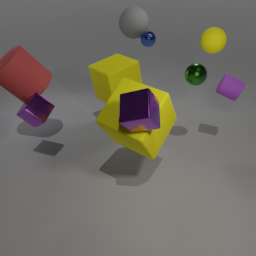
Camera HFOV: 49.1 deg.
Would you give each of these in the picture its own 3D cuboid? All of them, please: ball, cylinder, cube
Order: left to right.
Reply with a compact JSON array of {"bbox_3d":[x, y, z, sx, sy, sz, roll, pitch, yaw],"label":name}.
[{"bbox_3d":[-3.527,-1.760,9.310,1.400,1.400,1.400,-27,40,26],"label":"cylinder"},{"bbox_3d":[-2.814,-0.538,8.547,0.700,0.700,0.700,-16,42,47],"label":"cube"},{"bbox_3d":[-0.446,-1.826,10.699,1.400,1.400,1.400,-30,39,-25],"label":"cube"},{"bbox_3d":[0.277,-4.860,12.961,1.400,1.400,1.400,0,30,0],"label":"ball"},{"bbox_3d":[0.273,-0.231,7.413,1.400,1.400,1.400,24,75,27],"label":"cube"},{"bbox_3d":[0.268,-0.367,6.173,0.700,0.700,0.700,-9,67,23],"label":"cube"},{"bbox_3d":[0.923,-4.067,12.811,0.700,0.700,0.700,0,30,0],"label":"ball"},{"bbox_3d":[2.142,-1.688,8.847,0.700,0.700,0.700,0,30,0],"label":"ball"},{"bbox_3d":[2.374,-2.438,7.802,0.700,0.700,0.700,0,30,0],"label":"ball"},{"bbox_3d":[3.470,-1.383,9.522,0.700,0.700,0.700,27,34,5],"label":"cylinder"}]
